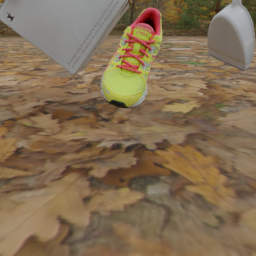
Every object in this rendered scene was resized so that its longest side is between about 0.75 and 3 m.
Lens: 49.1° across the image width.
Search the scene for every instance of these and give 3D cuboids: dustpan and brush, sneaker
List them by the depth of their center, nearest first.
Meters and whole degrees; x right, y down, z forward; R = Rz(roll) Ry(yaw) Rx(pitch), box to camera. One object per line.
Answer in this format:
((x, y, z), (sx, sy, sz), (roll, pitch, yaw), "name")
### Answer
((0.103, -1.273, 4.770), (0.828, 0.956, 2.118), (17, 57, 0), "sneaker")
((3.033, -3.193, 8.102), (0.752, 2.629, 1.835), (-28, 39, -10), "dustpan and brush")

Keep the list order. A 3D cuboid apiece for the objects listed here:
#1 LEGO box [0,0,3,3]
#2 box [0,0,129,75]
((-3.087, -2.398, 5.038), (2.595, 1.001, 1.932), (-56, 29, -15), "LEGO box")
((-1.809, -3.490, 8.379), (2.707, 2.693, 1.769), (37, 13, -8), "box")
